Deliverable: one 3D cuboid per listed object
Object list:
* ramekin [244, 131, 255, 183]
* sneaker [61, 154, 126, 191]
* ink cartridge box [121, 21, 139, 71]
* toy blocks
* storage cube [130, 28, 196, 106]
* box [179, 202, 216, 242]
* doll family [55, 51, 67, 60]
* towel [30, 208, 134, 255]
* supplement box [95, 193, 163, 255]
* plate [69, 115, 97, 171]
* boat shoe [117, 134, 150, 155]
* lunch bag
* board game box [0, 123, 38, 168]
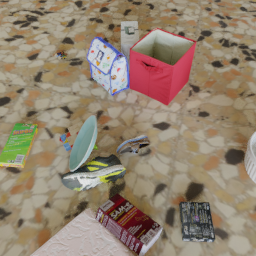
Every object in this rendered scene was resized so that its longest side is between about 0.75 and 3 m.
[{"bbox_3d":[4.974,1.099,9.260,2.219,1.165,2.219,0,49,0],"label":"ramekin"},{"bbox_3d":[-1.169,1.448,9.319,2.119,0.789,0.897,-7,43,-18],"label":"sneaker"},{"bbox_3d":[0.099,-3.965,13.461,0.858,1.490,2.042,-2,48,1],"label":"ink cartridge box"},{"bbox_3d":[-1.873,0.493,10.170,1.084,0.792,1.586,-29,54,-9],"label":"toy blocks"},{"bbox_3d":[1.392,-2.601,11.860,2.007,2.110,2.347,27,55,22],"label":"storage cube"},{"bbox_3d":[2.047,2.790,8.390,0.920,0.250,1.149,1,49,1],"label":"box"},{"bbox_3d":[-3.298,-3.639,13.950,0.497,0.337,0.859,-35,54,-21],"label":"doll family"},{"bbox_3d":[-1.173,3.605,7.619,2.138,0.361,2.238,-36,58,-26],"label":"towel"},{"bbox_3d":[0.018,2.737,8.067,1.727,0.526,0.940,31,33,24],"label":"supplement box"},{"bbox_3d":[-1.383,0.501,8.969,0.244,1.909,1.909,24,45,-22],"label":"plate"},{"bbox_3d":[0.228,0.662,10.101,1.319,0.476,0.477,-26,55,-21],"label":"boat shoe"},{"bbox_3d":[-0.859,-2.683,11.985,1.248,2.015,1.713,-31,57,-25],"label":"lunch bag"},{"bbox_3d":[-3.999,0.584,10.313,0.898,0.282,1.879,4,51,3],"label":"board game box"}]
